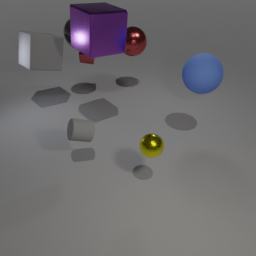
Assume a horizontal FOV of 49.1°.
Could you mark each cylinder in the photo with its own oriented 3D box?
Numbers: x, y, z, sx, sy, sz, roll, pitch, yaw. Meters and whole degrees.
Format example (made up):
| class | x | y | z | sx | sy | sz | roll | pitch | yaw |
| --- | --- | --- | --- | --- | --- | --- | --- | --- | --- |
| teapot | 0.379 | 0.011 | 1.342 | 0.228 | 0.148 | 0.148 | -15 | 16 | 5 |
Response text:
| class | x | y | z | sx | sy | sz | roll | pitch | yaw |
| --- | --- | --- | --- | --- | --- | --- | --- | --- | --- |
| cylinder | -1.495 | 0.074 | 8.850 | 0.700 | 0.700 | 0.700 | 7 | 27 | -28 |

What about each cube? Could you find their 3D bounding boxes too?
| class | x | y | z | sx | sy | sz | roll | pitch | yaw |
| --- | --- | --- | --- | --- | --- | --- | --- | --- | --- |
| cube | -0.993 | -3.297 | 9.355 | 1.400 | 1.400 | 1.400 | -19 | 40 | -32 |
| cube | -3.686 | -3.254 | 11.825 | 1.400 | 1.400 | 1.400 | -8 | 25 | -38 |
| cube | -1.950 | -3.587 | 13.490 | 0.700 | 0.700 | 0.700 | 7 | 68 | -3 |

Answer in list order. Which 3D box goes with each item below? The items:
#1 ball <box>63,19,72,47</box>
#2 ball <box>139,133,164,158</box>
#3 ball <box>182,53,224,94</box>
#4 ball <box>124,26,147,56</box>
| class | x | y | z | sx | sy | sz | roll | pitch | yaw |
| --- | --- | --- | --- | --- | --- | --- | --- | --- | --- |
| ball | -2.097 | -4.142 | 12.198 | 1.400 | 1.400 | 1.400 | 0 | 32 | 0 |
| ball | 0.666 | 0.495 | 7.874 | 0.700 | 0.700 | 0.700 | 0 | 32 | 0 |
| ball | 2.603 | -1.888 | 9.795 | 1.400 | 1.400 | 1.400 | 0 | 32 | 0 |
| ball | 0.221 | -4.210 | 13.642 | 1.400 | 1.400 | 1.400 | 0 | 32 | 0 |
